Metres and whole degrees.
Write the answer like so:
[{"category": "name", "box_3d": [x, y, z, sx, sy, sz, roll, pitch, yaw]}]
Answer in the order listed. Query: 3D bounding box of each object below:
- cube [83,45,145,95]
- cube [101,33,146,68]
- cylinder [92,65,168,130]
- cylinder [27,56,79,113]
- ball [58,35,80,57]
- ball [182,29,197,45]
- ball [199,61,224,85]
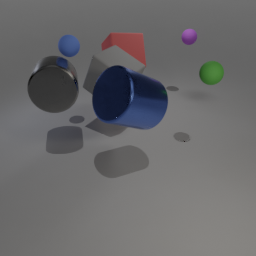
[{"category": "cube", "box_3d": [-0.495, -1.803, 9.829, 1.400, 1.400, 1.400, 37, 41, 9]}, {"category": "cube", "box_3d": [-0.205, -3.044, 11.674, 1.400, 1.400, 1.400, -6, 0, -21]}, {"category": "cylinder", "box_3d": [0.058, -0.719, 7.082, 1.400, 1.400, 1.400, 10, 15, -46]}, {"category": "cylinder", "box_3d": [-2.213, -1.343, 8.436, 1.400, 1.400, 1.400, -5, 26, -9]}, {"category": "ball", "box_3d": [-1.918, -2.667, 9.106, 0.700, 0.700, 0.700, 0, 30, 0]}, {"category": "ball", "box_3d": [2.800, -4.157, 12.788, 0.700, 0.700, 0.700, 0, 30, 0]}, {"category": "ball", "box_3d": [2.458, -1.619, 8.250, 0.700, 0.700, 0.700, 0, 30, 0]}]
